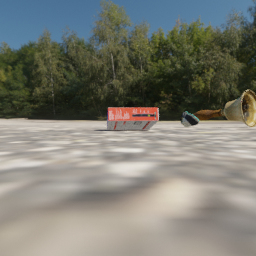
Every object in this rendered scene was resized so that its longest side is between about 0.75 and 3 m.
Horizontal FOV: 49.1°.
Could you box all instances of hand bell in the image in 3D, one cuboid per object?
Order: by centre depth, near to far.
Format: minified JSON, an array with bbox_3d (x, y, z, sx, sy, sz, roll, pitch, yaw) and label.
[{"bbox_3d":[3.418,-0.578,10.460,1.283,1.283,2.464,-1,-3,-39],"label":"hand bell"}]

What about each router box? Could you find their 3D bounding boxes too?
[{"bbox_3d":[0.056,-0.176,5.904,0.985,0.268,1.098,0,-9,-6],"label":"router box"}]

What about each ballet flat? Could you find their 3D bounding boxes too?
[{"bbox_3d":[2.086,-0.250,9.725,0.514,0.514,1.406,0,11,-1],"label":"ballet flat"}]
